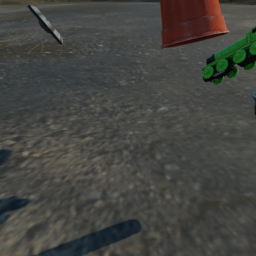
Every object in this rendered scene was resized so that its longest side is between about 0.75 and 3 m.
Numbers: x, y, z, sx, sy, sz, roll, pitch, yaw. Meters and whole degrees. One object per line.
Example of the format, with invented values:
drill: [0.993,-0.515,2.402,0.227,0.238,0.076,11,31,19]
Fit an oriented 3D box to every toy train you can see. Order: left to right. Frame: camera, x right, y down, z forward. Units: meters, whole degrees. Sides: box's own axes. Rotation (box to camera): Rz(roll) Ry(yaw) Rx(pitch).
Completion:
toy train: [2.652,-1.706,5.853,0.556,0.752,2.667,21,-27,-32]

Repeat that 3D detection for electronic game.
electronic game: [-1.589,-1.982,5.411,0.188,0.903,0.903,-41,36,1]

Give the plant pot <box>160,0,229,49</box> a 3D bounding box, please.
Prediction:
plant pot: [1.628,-3.246,7.518,1.851,1.800,1.851,-12,10,2]

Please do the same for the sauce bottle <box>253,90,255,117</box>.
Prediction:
sauce bottle: [2.704,-0.274,5.515,0.403,1.220,0.403,-24,41,22]
